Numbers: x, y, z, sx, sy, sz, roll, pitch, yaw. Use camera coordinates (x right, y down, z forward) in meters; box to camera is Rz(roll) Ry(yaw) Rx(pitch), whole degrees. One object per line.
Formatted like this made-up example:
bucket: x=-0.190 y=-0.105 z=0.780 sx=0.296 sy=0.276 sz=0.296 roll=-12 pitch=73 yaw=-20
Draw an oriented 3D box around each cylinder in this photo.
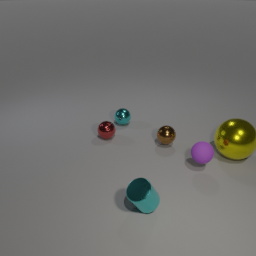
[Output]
cylinder: x=0.402 y=1.779 z=7.387 sx=0.700 sy=0.700 sz=0.700 roll=-18 pitch=44 yaw=18

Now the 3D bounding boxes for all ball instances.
ball: x=3.648 y=0.367 z=9.472 sx=1.400 sy=1.400 sz=1.400 roll=0 pitch=28 yaw=0
ball: x=1.401 y=0.252 z=10.236 sx=0.700 sy=0.700 sz=0.700 roll=0 pitch=28 yaw=0
ball: x=2.329 y=0.768 z=8.776 sx=0.700 sy=0.700 sz=0.700 roll=0 pitch=28 yaw=0
ball: x=-0.223 y=-0.483 z=11.812 sx=0.700 sy=0.700 sz=0.700 roll=0 pitch=28 yaw=0
ball: x=-0.829 y=0.075 z=10.810 sx=0.700 sy=0.700 sz=0.700 roll=0 pitch=28 yaw=0
